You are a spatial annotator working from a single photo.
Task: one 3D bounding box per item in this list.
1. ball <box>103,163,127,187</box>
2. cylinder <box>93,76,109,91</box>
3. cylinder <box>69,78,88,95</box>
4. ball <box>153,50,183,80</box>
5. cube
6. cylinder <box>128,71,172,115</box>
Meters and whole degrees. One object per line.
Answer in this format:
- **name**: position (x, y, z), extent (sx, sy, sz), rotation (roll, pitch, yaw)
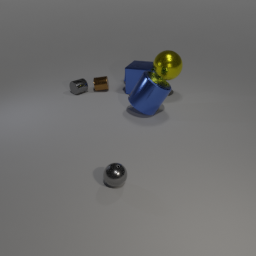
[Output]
- **ball**: position (-0.368, 1.359, 8.167), extent (0.700, 0.700, 0.700), rotation (0, 29, 0)
- **cylinder**: position (-1.387, -2.320, 14.617), extent (0.700, 0.700, 0.700), rotation (-7, 29, 5)
- **cylinder**: position (-2.525, -2.135, 14.380), extent (0.700, 0.700, 0.700), rotation (26, 38, 38)
- **ball**: position (1.881, -2.960, 13.264), extent (1.400, 1.400, 1.400), rotation (0, 29, 0)
- **cube**: position (0.739, -2.571, 14.397), extent (1.400, 1.400, 1.400), rotation (9, 30, 18)
- **cylinder**: position (0.927, -1.500, 12.063), extent (1.400, 1.400, 1.400), rotation (25, 28, -15)
